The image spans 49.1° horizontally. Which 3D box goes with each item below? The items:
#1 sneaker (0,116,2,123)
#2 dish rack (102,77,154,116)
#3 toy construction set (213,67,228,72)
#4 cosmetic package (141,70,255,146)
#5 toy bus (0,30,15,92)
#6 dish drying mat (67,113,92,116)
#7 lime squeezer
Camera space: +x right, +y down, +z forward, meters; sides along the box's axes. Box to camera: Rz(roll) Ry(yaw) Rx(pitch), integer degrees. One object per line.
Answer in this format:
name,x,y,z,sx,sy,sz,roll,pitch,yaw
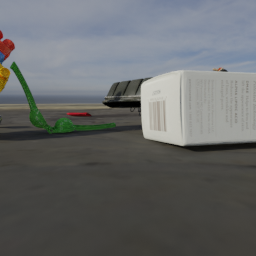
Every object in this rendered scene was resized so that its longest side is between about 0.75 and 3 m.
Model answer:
sneaker,-3.388,-0.246,6.937,0.334,0.294,0.789,16,-17,-2
dish rack,0.951,-0.525,7.411,2.736,0.746,2.098,22,-8,-33
toy construction set,2.419,-0.866,6.394,0.882,0.957,1.147,10,10,0
cosmetic package,1.875,-0.332,4.776,2.985,1.105,1.518,-3,4,-18
toy bus,-3.172,-1.202,5.013,2.116,2.032,1.436,41,-26,-18
dish drying mat,-2.057,-0.576,11.787,1.020,0.093,0.392,1,-11,27
lime squeezer,-1.485,-0.293,6.006,2.585,0.913,0.488,31,-16,-30
